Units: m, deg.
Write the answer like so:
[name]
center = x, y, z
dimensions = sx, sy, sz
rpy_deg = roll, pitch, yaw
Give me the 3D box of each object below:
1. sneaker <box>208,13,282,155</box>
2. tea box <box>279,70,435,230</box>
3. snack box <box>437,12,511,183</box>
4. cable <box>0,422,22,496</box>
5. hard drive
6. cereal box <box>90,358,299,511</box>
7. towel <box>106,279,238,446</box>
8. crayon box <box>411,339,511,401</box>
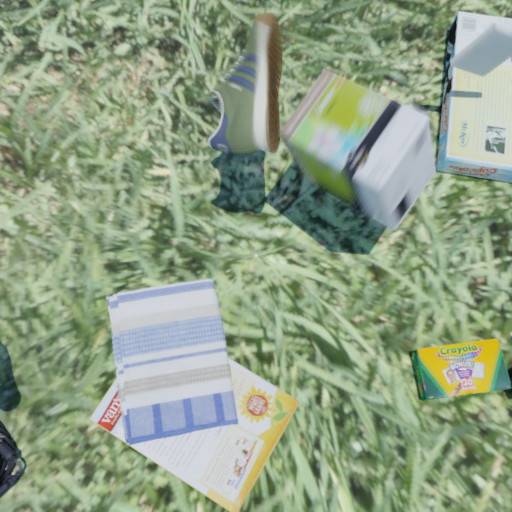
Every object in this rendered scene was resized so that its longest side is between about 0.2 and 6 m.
[sneaker]
center = -0.217, -2.518, 8.241
dimensions = 1.054, 0.788, 2.349
rpy_deg = -5, 67, 19
[tea box]
center = 1.533, -1.504, 8.228
dimensions = 1.744, 1.772, 1.184
rpy_deg = 33, 88, 25
[snack box]
center = 4.599, -3.049, 10.729
dimensions = 1.895, 0.605, 3.262
rpy_deg = 10, 74, 3
[cable]
center = -4.749, 3.461, 8.875
dimensions = 1.845, 0.469, 1.505
rpy_deg = -41, 78, -10
[hard drive]
center = 3.810, -3.347, 9.140
dimensions = 0.711, 1.078, 0.142
rpy_deg = 11, 73, -17
[cereal box]
center = -0.976, 2.518, 9.101
dimensions = 2.766, 0.547, 1.990
rpy_deg = 30, 74, 9
[towel]
center = -1.370, 1.627, 9.031
dimensions = 1.826, 0.296, 2.486
rpy_deg = -10, 69, -7
[crayon box]
center = 3.399, 1.901, 9.359
dimensions = 1.414, 0.412, 0.840
rpy_deg = -7, 74, -2
